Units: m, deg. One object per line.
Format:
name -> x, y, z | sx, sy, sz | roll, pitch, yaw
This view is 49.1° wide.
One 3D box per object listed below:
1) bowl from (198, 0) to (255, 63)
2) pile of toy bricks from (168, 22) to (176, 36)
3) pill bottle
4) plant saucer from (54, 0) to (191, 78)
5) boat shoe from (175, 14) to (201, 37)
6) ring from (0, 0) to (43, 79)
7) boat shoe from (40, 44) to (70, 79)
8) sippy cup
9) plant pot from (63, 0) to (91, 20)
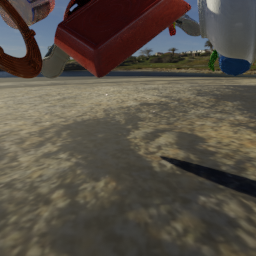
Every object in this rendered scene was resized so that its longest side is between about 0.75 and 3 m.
bowl -> 2.102, -2.588, 5.972 | 1.108, 2.466, 2.466 | -1, 12, 19
pile of toy bricks -> 0.790, -3.763, 9.181 | 1.442, 1.283, 2.599 | -9, -18, 19
pill bottle -> -3.031, -3.778, 8.642 | 1.033, 1.033, 1.817 | 3, 34, 13
plant saucer -> -0.377, -2.741, 7.015 | 2.803, 0.514, 2.798 | -39, 47, -9
boat shoe -> 2.247, -4.338, 11.363 | 1.780, 0.641, 0.585 | 22, 54, -3
ring -> -2.888, -2.404, 6.173 | 0.279, 2.911, 2.911 | -31, 5, 16
boat shoe -> -2.252, -2.327, 8.977 | 0.791, 0.653, 2.112 | 30, -36, -17
sippy cup -> 2.843, -1.998, 7.409 | 1.120, 1.426, 1.045 | 13, 59, 4
plant pot -> -1.322, -3.745, 10.080 | 2.303, 2.303, 2.240 | -5, 23, -20
